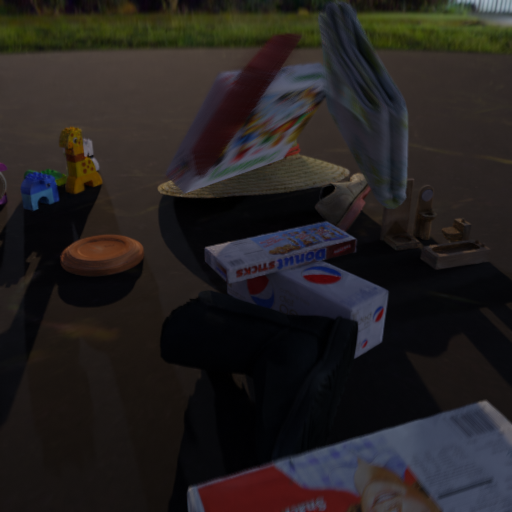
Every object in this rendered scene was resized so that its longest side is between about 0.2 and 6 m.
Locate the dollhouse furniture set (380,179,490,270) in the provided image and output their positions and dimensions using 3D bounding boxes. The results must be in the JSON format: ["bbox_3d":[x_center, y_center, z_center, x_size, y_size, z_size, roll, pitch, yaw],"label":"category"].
[{"bbox_3d":[3.201,-0.627,9.923,1.357,1.163,1.427,-8,26,-16],"label":"dollhouse furniture set"}]

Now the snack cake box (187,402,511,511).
[{"bbox_3d":[1.048,2.235,4.144,2.815,0.946,1.619,-9,29,-18],"label":"snack cake box"}]

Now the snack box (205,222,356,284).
[{"bbox_3d":[0.364,-0.085,7.875,2.063,0.251,0.742,-13,29,-26],"label":"snack box"}]

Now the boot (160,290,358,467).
[{"bbox_3d":[-0.158,1.287,6.144,2.128,0.967,2.532,8,27,19],"label":"boot"}]

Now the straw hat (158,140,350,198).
[{"bbox_3d":[-0.136,-2.621,12.639,4.418,1.870,4.418,-5,16,1],"label":"straw hat"}]

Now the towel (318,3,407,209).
[{"bbox_3d":[1.269,-1.724,6.724,0.494,2.050,1.755,-20,63,5],"label":"towel"}]

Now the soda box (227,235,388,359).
[{"bbox_3d":[0.611,0.514,7.904,0.777,0.832,2.442,-21,33,-36],"label":"soda box"}]

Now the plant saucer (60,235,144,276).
[{"bbox_3d":[-2.699,-0.058,9.829,1.420,0.229,1.420,1,25,0],"label":"plant saucer"}]

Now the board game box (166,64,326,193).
[{"bbox_3d":[0.000,-2.189,9.264,0.521,1.901,3.012,46,38,11],"label":"board game box"}]

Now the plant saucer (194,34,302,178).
[{"bbox_3d":[-0.146,-1.798,6.424,0.277,1.510,1.508,35,39,-7],"label":"plant saucer"}]

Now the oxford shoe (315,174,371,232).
[{"bbox_3d":[1.804,-1.299,11.436,0.860,0.824,2.329,33,30,1],"label":"oxford shoe"}]

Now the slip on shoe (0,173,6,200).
[{"bbox_3d":[-6.146,-0.974,10.744,2.793,1.062,0.846,-23,27,-34],"label":"slip on shoe"}]

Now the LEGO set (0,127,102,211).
[{"bbox_3d":[-4.669,-2.164,12.812,1.361,1.464,3.568,14,29,26],"label":"LEGO set"}]
